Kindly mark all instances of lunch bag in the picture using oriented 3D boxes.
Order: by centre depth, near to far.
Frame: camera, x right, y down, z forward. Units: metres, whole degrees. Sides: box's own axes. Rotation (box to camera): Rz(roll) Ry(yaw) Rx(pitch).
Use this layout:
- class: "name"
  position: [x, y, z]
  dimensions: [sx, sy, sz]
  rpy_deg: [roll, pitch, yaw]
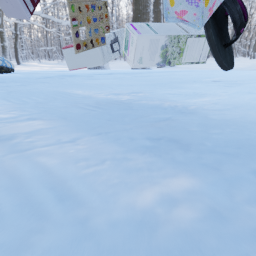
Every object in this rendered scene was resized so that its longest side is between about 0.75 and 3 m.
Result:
- class: "lunch bag"
  position: [1.068, -2.300, 4.093]
  dimensions: [0.816, 1.283, 1.088]
  rpy_deg: [24, 59, 26]

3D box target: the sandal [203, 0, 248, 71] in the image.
- class: "sandal"
  position: [1.815, -2.434, 5.265]
  dimensions: [0.639, 2.672, 1.004]
  rpy_deg: [-9, -6, 43]

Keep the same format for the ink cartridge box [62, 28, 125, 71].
- class: "ink cartridge box"
  position: [-1.190, -3.150, 11.148]
  dimensions: [1.686, 0.968, 2.322]
  rpy_deg: [-3, 26, 30]

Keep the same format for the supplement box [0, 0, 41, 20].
- class: "supplement box"
  position: [-2.001, -3.250, 5.513]
  dimensions: [0.592, 1.943, 1.057]
  rpy_deg: [13, -22, 13]

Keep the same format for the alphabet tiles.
- class: "alphabet tiles"
  position: [-0.986, -2.912, 7.526]
  dimensions: [0.068, 1.504, 1.799]
  rpy_deg: [8, 27, 26]

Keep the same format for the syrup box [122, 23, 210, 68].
- class: "syrup box"
  position: [1.020, -2.188, 7.313]
  dimensions: [2.197, 0.865, 0.895]
  rpy_deg: [-7, 41, -17]

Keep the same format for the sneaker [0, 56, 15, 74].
- class: "sneaker"
  position: [-4.149, -2.096, 7.521]
  dimensions: [0.929, 0.937, 2.584]
  rpy_deg: [-6, -13, 30]
